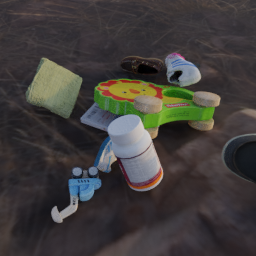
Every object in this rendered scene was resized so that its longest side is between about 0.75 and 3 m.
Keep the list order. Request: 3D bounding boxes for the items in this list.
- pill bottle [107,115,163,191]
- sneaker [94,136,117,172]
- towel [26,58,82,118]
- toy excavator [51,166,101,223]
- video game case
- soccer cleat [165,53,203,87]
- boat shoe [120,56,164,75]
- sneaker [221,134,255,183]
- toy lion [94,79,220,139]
[{"bbox_3d":[0.148,0.503,5.593,0.796,1.452,0.796,-16,32,10],"label":"pill bottle"},{"bbox_3d":[-0.422,0.544,6.343,0.384,0.364,0.952,33,64,-20],"label":"sneaker"},{"bbox_3d":[-2.000,-1.123,7.772,1.330,0.327,1.793,25,44,-22],"label":"towel"},{"bbox_3d":[-1.009,1.323,5.578,0.975,0.501,1.003,-1,57,-10],"label":"toy excavator"},{"bbox_3d":[-0.095,-0.319,7.527,1.921,0.173,1.375,19,46,19],"label":"video game case"},{"bbox_3d":[1.441,-1.774,8.519,0.862,0.697,1.997,-28,28,-6],"label":"soccer cleat"},{"bbox_3d":[0.381,-1.966,8.940,1.464,0.515,0.515,5,48,25],"label":"boat shoe"},{"bbox_3d":[3.210,0.787,4.995,2.788,1.043,1.481,15,2,2],"label":"sneaker"},{"bbox_3d":[0.578,-0.747,7.404,2.703,0.928,2.591,-7,29,-25],"label":"toy lion"}]
